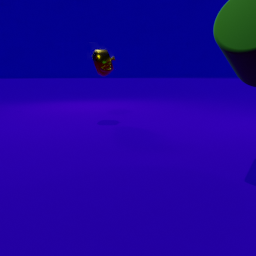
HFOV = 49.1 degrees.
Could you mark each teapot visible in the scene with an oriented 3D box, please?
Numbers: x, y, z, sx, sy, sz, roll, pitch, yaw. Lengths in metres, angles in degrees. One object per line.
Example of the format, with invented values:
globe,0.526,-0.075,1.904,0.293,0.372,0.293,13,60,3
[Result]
teapot,-0.817,-2.343,9.800,0.747,0.948,1.525,-19,40,1

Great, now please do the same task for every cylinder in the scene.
cylinder,2.388,-1.580,4.990,1.323,1.323,1.323,10,-13,40
